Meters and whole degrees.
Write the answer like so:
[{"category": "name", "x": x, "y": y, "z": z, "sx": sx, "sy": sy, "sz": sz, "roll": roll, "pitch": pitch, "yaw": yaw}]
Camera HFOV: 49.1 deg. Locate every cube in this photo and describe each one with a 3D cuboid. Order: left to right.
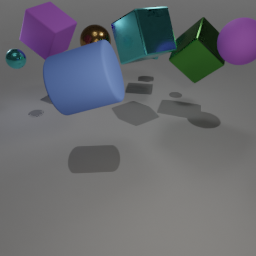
[{"category": "cube", "x": -3.090, "y": -3.758, "z": 10.862, "sx": 1.400, "sy": 1.400, "sz": 1.400, "roll": 38, "pitch": 44, "yaw": 2}, {"category": "cube", "x": 0.515, "y": -3.007, "z": 9.207, "sx": 1.400, "sy": 1.400, "sz": 1.400, "roll": -20, "pitch": 10, "yaw": -34}, {"category": "cube", "x": 2.572, "y": -2.788, "z": 10.168, "sx": 1.400, "sy": 1.400, "sz": 1.400, "roll": 37, "pitch": 52, "yaw": -19}]

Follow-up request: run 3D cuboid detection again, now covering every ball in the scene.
[{"category": "ball", "x": -3.960, "y": -2.442, "z": 9.902, "sx": 0.700, "sy": 0.700, "sz": 0.700, "roll": 0, "pitch": 29, "yaw": 0}, {"category": "ball", "x": -1.463, "y": -3.907, "z": 12.586, "sx": 1.400, "sy": 1.400, "sz": 1.400, "roll": 0, "pitch": 29, "yaw": 0}, {"category": "ball", "x": 3.479, "y": -2.653, "z": 8.626, "sx": 1.400, "sy": 1.400, "sz": 1.400, "roll": 0, "pitch": 29, "yaw": 0}]

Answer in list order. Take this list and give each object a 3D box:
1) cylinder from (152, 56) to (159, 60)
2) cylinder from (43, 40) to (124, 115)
[{"category": "cylinder", "x": 0.786, "y": -3.897, "z": 12.638, "sx": 1.400, "sy": 1.400, "sz": 1.400, "roll": 10, "pitch": 30, "yaw": 2}, {"category": "cylinder", "x": -0.951, "y": -1.114, "z": 6.355, "sx": 1.400, "sy": 1.400, "sz": 1.400, "roll": -13, "pitch": 27, "yaw": 13}]
